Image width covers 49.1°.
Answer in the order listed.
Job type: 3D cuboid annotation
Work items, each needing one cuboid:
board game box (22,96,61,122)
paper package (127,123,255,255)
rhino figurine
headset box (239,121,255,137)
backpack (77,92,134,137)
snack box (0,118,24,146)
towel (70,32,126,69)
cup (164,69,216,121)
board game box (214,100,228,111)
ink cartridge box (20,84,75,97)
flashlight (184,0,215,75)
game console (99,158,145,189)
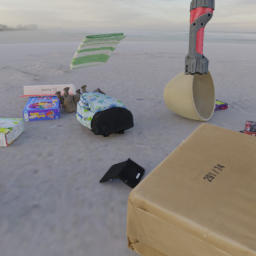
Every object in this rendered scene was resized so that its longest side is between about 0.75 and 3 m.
[{"bbox_3d":[-3.665,-0.891,12.158,1.393,0.464,2.072,-4,22,-9],"label":"board game box"},{"bbox_3d":[1.790,1.344,4.790,2.607,1.415,2.735,19,36,32],"label":"paper package"},{"bbox_3d":[-2.003,-1.348,12.705,2.396,1.048,0.716,-14,-11,-38],"label":"rhino figurine"},{"bbox_3d":[4.438,0.233,9.222,1.463,0.549,1.087,9,23,22],"label":"headset box"},{"bbox_3d":[-1.035,-0.558,10.263,1.676,1.579,2.054,-12,11,-31],"label":"backpack"},{"bbox_3d":[-4.775,0.107,9.583,1.950,0.517,1.387,1,22,3],"label":"snack box"},{"bbox_3d":[-1.096,-2.617,9.635,1.516,0.232,1.987,-16,-8,-31],"label":"towel"},{"bbox_3d":[2.410,-1.362,11.474,1.586,2.217,2.217,-3,16,39],"label":"cup"},{"bbox_3d":[3.614,-1.212,13.269,1.161,0.313,1.935,-5,22,-24],"label":"board game box"},{"bbox_3d":[-3.866,-1.843,13.801,2.443,0.546,2.152,-4,6,-9],"label":"ink cartridge box"},{"bbox_3d":[2.134,-2.656,8.205,0.733,2.156,0.730,-1,3,-33],"label":"flashlight"},{"bbox_3d":[-0.127,1.250,7.298,0.848,0.561,0.964,34,28,4],"label":"game console"}]
